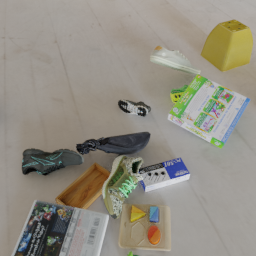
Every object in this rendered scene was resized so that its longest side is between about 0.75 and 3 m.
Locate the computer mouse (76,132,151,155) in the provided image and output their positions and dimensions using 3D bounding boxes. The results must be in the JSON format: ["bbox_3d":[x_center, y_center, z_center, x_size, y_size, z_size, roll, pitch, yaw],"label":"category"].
[{"bbox_3d":[-0.392,0.645,9.666,2.621,1.815,0.691,-8,83,-22],"label":"computer mouse"}]

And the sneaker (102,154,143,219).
[{"bbox_3d":[-0.072,1.657,8.570,1.013,0.879,2.285,-17,38,30],"label":"sneaker"}]

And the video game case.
[{"bbox_3d":[-1.882,3.283,7.417,2.244,0.288,2.469,9,55,8],"label":"video game case"}]

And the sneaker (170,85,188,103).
[{"bbox_3d":[2.768,-1.599,12.134,1.917,0.710,0.801,-6,50,-6],"label":"sneaker"}]

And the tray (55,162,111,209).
[{"bbox_3d":[-1.325,1.951,8.920,0.882,0.331,1.789,30,53,26],"label":"tray"}]

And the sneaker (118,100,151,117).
[{"bbox_3d":[0.300,-0.866,11.594,1.529,0.508,0.692,20,29,32],"label":"sneaker"}]

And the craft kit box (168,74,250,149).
[{"bbox_3d":[3.137,-0.725,10.886,2.336,0.574,2.365,32,66,15],"label":"craft kit box"}]

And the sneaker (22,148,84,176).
[{"bbox_3d":[-2.552,1.210,9.458,2.159,0.814,0.856,-1,58,9],"label":"sneaker"}]

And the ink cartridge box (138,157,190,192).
[{"bbox_3d":[1.181,1.533,9.305,1.572,0.348,0.739,-14,48,-13],"label":"ink cartridge box"}]

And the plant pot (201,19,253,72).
[{"bbox_3d":[5.010,-4.225,13.903,1.836,1.878,1.824,-20,49,-18],"label":"plant pot"}]

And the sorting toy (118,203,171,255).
[{"bbox_3d":[0.480,3.019,7.880,1.478,0.294,1.999,4,45,3],"label":"sorting toy"}]

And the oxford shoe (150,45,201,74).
[{"bbox_3d":[2.280,-3.051,12.741,2.842,0.821,1.069,12,6,-31],"label":"oxford shoe"}]
